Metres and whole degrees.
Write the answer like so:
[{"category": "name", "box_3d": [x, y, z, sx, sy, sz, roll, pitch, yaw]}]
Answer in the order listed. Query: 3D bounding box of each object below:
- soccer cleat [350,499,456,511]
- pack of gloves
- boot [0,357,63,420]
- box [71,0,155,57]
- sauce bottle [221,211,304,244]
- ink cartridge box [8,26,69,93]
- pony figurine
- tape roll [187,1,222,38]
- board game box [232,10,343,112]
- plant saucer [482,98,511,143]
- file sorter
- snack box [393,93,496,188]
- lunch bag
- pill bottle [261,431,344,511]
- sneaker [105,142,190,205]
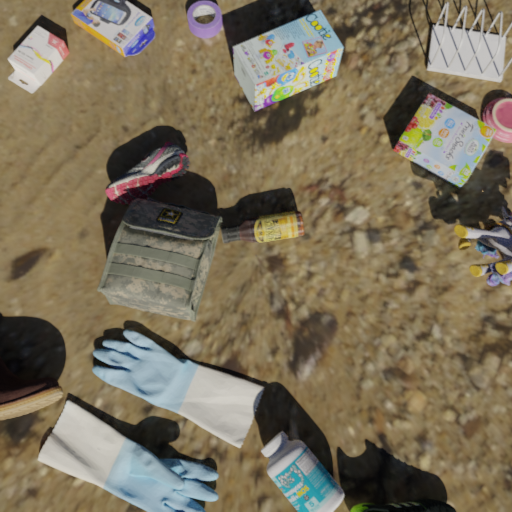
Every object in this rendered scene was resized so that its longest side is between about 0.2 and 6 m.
[{"category": "soccer cleat", "box_3d": [2.516, 4.457, 9.423, 1.851, 0.750, 0.625, -1, 74, 0]}, {"category": "pack of gloves", "box_3d": [-1.858, 2.972, 9.915, 3.273, 0.646, 2.750, 22, 76, 6]}, {"category": "boot", "box_3d": [-5.005, 1.778, 10.041, 2.865, 1.036, 2.383, -11, 76, 0]}, {"category": "box", "box_3d": [-3.104, -5.177, 12.417, 1.728, 0.358, 1.029, 35, 77, 11]}, {"category": "sauce bottle", "box_3d": [0.128, -0.514, 10.984, 1.612, 0.532, 0.532, -11, 74, 0]}, {"category": "ink cartridge box", "box_3d": [-4.769, -4.230, 12.098, 0.742, 0.430, 1.273, 31, 76, 9]}, {"category": "pony figurine", "box_3d": [4.785, -0.110, 10.306, 1.963, 1.635, 1.895, -18, 54, -32]}, {"category": "tape roll", "box_3d": [-1.140, -5.256, 12.452, 0.756, 0.321, 0.756, 0, 74, -1]}, {"category": "board game box", "box_3d": [0.642, -4.063, 11.729, 2.005, 1.033, 1.051, -25, 75, -7]}, {"category": "plant saucer", "box_3d": [5.323, -2.904, 11.803, 1.047, 0.265, 1.047, 0, 75, 0]}, {"category": "file sorter", "box_3d": [4.627, -4.572, 11.901, 1.619, 1.008, 1.124, 11, 75, 3]}, {"category": "snack box", "box_3d": [3.865, -2.375, 11.509, 1.582, 0.536, 1.335, 32, 76, 7]}, {"category": "lunch bag", "box_3d": [-1.716, -0.048, 10.478, 1.761, 1.262, 2.147, 12, 70, 4]}, {"category": "pill bottle", "box_3d": [0.743, 3.757, 9.594, 0.816, 0.816, 1.473, -39, 77, -10]}, {"category": "sneaker", "box_3d": [-2.219, -1.644, 11.272, 1.768, 0.713, 0.660, -31, 61, -16]}]
